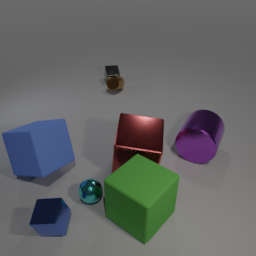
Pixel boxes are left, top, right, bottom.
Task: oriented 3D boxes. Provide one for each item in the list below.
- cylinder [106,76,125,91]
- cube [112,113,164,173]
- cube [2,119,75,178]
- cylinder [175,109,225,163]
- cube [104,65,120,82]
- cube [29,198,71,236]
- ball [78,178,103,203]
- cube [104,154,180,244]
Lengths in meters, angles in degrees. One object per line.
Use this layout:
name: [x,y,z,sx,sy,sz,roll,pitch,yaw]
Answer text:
cylinder: [-0.622,-2.246,14.011,0.700,0.700,0.700,14,16,20]
cube: [0.305,0.570,8.786,1.400,1.400,1.400,8,48,1]
cube: [-2.750,0.590,8.722,1.400,1.400,1.400,-3,15,33]
cylinder: [2.514,0.273,9.732,1.400,1.400,1.400,15,37,22]
cube: [-0.857,-2.852,14.983,0.700,0.700,0.700,-6,61,-13]
cube: [-1.953,2.262,7.118,0.700,0.700,0.700,-6,46,11]
ball: [-1.072,1.803,8.035,0.700,0.700,0.700,0,33,0]
cube: [0.350,1.807,7.389,1.400,1.400,1.400,25,40,32]
